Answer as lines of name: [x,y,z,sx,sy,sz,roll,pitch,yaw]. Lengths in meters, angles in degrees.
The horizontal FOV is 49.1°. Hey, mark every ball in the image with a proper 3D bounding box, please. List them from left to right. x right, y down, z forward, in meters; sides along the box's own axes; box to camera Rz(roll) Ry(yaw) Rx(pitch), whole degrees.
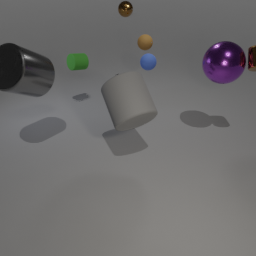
ball: [-0.116,-5.515,12.992,0.700,0.700,0.700,0,31,0]
ball: [0.780,-3.900,12.762,0.700,0.700,0.700,0,31,0]
ball: [0.864,-2.813,11.945,0.700,0.700,0.700,0,31,0]
ball: [3.206,-2.181,9.382,1.400,1.400,1.400,0,31,0]

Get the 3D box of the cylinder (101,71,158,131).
cylinder: [0.030,-0.807,8.717,1.400,1.400,1.400,-15,74,-23]

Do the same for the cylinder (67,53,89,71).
cylinder: [-2.173,-2.857,12.082,0.700,0.700,0.700,-16,33,-41]

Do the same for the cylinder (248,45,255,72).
cylinder: [4.200,-2.218,8.918,0.700,0.700,0.700,1,-1,0]

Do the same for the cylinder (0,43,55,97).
cylinder: [-3.231,-1.725,8.613,1.400,1.400,1.400,14,4,22]
